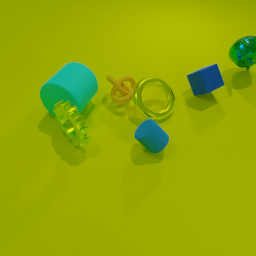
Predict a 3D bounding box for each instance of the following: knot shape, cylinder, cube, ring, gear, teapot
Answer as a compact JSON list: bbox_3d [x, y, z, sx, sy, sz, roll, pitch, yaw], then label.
[{"bbox_3d":[-0.189,-1.220,8.963,1.148,0.530,1.074,15,50,-25],"label":"knot shape"},{"bbox_3d":[-1.759,-1.124,8.499,1.305,1.305,1.305,17,44,13],"label":"cylinder"},{"bbox_3d":[2.509,-1.552,9.093,0.744,0.744,0.744,-26,99,-21],"label":"cube"},{"bbox_3d":[0.655,0.233,7.724,0.700,0.700,0.700,-36,28,22],"label":"cylinder"},{"bbox_3d":[0.816,-0.928,8.726,1.424,0.285,1.424,5,75,-19],"label":"ring"},{"bbox_3d":[-1.563,-0.112,7.737,0.249,1.348,1.348,-33,58,-30],"label":"gear"},{"bbox_3d":[4.051,-2.537,9.497,1.155,1.857,0.909,-16,66,17],"label":"teapot"}]
